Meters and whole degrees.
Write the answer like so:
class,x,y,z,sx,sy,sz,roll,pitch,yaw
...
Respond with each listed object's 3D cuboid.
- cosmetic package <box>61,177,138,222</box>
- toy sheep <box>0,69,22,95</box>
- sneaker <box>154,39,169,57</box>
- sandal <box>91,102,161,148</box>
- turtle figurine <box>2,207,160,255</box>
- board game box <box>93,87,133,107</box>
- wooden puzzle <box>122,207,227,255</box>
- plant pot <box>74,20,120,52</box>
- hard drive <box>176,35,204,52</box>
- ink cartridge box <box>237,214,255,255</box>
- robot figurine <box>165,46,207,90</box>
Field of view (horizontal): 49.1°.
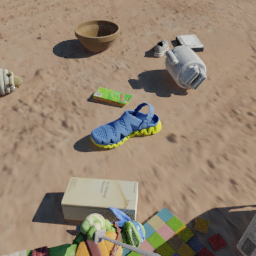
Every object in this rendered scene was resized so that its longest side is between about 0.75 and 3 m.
class,x,y,z,sx,sy,sz,roll,pitch,yaw
cosmetic package,-0.673,1.856,7.194,1.825,0.667,0.945,2,37,4
toy sheep,-5.039,-1.834,11.070,1.630,1.124,1.124,-2,41,-18
sneaker,1.721,-4.119,13.957,0.562,0.616,1.503,11,43,12
sandal,-0.056,-0.163,9.207,2.517,1.096,1.000,-21,48,-19
turtle figurine,-0.803,2.764,5.144,2.861,2.123,2.950,-18,41,-10
board game box,-0.579,-1.219,10.985,1.418,0.213,0.678,14,42,14
wooden puzzle,0.885,2.858,6.474,2.775,0.195,1.646,-30,50,-29
plant pot,-1.522,-4.556,14.131,2.257,1.042,2.257,0,43,0
hard drive,3.177,-4.398,14.525,1.078,0.292,1.543,-5,43,-5
ink cartridge box,3.637,1.855,6.345,2.324,1.860,0.549,-23,47,-24
robot figurine,2.369,-2.558,11.681,1.971,1.312,2.324,26,28,-36
